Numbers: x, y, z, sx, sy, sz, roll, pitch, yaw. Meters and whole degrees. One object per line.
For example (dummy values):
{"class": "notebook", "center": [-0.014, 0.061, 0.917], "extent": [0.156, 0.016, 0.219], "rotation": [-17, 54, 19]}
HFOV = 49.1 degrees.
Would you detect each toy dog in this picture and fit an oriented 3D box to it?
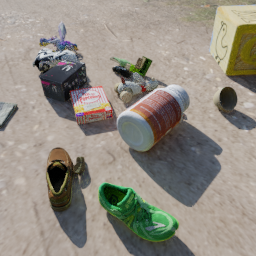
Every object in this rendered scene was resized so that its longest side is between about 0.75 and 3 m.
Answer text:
{"class": "toy dog", "center": [0.355, -2.102, 13.206], "extent": [1.478, 1.079, 2.240], "rotation": [30, 49, 30]}

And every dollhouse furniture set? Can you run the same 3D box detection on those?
{"class": "dollhouse furniture set", "center": [0.129, -3.564, 14.677], "extent": [1.847, 0.927, 1.210], "rotation": [36, 17, 36]}

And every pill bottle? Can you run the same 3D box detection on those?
{"class": "pill bottle", "center": [1.110, -0.521, 10.912], "extent": [1.669, 1.669, 2.975], "rotation": [29, 48, 30]}

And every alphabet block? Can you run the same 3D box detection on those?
{"class": "alphabet block", "center": [6.339, -4.754, 15.033], "extent": [2.828, 2.813, 2.880], "rotation": [-5, 40, -3]}

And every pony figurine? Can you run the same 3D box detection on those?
{"class": "pony figurine", "center": [-4.104, -5.003, 16.507], "extent": [2.021, 1.683, 1.950], "rotation": [-24, 78, -30]}

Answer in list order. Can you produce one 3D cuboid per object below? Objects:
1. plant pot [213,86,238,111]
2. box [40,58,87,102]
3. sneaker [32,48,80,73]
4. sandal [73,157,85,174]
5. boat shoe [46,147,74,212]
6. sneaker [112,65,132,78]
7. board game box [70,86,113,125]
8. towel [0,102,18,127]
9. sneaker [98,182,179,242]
{"class": "plant pot", "center": [4.211, -1.275, 12.438], "extent": [1.057, 1.057, 0.710], "rotation": [-21, 8, -23]}
{"class": "box", "center": [-3.029, -2.349, 13.484], "extent": [1.261, 1.094, 2.063], "rotation": [16, 44, 18]}
{"class": "sneaker", "center": [-3.940, -3.410, 14.865], "extent": [2.497, 0.997, 1.625], "rotation": [18, 49, 11]}
{"class": "sandal", "center": [-1.711, 1.340, 9.827], "extent": [0.395, 0.264, 0.968], "rotation": [4, 26, -10]}
{"class": "boat shoe", "center": [-2.232, 1.423, 9.238], "extent": [0.923, 0.872, 2.564], "rotation": [-10, 42, -12]}
{"class": "sneaker", "center": [-0.213, -3.056, 14.798], "extent": [1.262, 0.468, 0.559], "rotation": [31, 52, 31]}
{"class": "board game box", "center": [-1.672, -1.062, 12.453], "extent": [1.541, 0.471, 2.035], "rotation": [-11, 42, -13]}
{"class": "towel", "center": [-5.869, -0.668, 12.146], "extent": [1.602, 0.287, 1.664], "rotation": [4, 40, 5]}
{"class": "sneaker", "center": [0.156, 2.339, 7.898], "extent": [2.590, 1.082, 0.959], "rotation": [21, 63, 23]}
